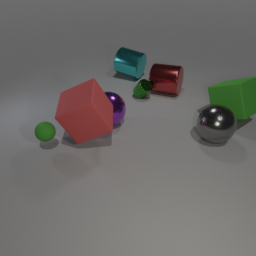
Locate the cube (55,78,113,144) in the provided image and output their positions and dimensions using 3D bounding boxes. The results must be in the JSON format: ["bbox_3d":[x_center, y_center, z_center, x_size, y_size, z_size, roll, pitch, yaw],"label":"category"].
[{"bbox_3d":[-1.441,-0.567,9.598,1.400,1.400,1.400,-20,41,16],"label":"cube"}]

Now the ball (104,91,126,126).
[{"bbox_3d":[-0.784,-0.747,11.135,1.400,1.400,1.400,0,32,0],"label":"ball"}]

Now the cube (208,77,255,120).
[{"bbox_3d":[4.257,-1.164,11.200,1.400,1.400,1.400,-22,14,-39],"label":"cube"}]

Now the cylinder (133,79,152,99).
[{"bbox_3d":[0.698,-1.861,13.358,0.700,0.700,0.700,13,59,-23],"label":"cylinder"}]

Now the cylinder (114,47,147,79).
[{"bbox_3d":[0.131,-3.594,15.434,1.400,1.400,1.400,21,36,16],"label":"cylinder"}]

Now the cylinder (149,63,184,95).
[{"bbox_3d":[1.887,-2.413,13.794,1.400,1.400,1.400,11,33,21],"label":"cylinder"}]

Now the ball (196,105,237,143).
[{"bbox_3d":[3.185,-0.142,10.102,1.400,1.400,1.400,0,32,0],"label":"ball"}]

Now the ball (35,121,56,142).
[{"bbox_3d":[-2.838,0.125,9.607,0.700,0.700,0.700,0,32,0],"label":"ball"}]
